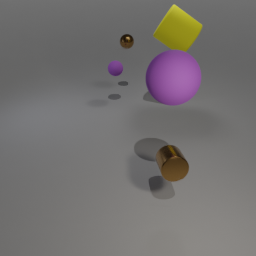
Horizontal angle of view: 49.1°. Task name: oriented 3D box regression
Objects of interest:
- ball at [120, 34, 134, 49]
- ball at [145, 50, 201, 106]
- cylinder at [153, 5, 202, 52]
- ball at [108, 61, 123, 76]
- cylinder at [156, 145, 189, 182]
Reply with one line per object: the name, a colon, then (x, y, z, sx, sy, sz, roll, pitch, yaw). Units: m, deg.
ball: (-0.056, -4.229, 13.696, 0.700, 0.700, 0.700, 0, 29, 0)
ball: (1.148, -1.274, 7.150, 1.400, 1.400, 1.400, 0, 29, 0)
cylinder: (1.944, -3.834, 11.039, 1.400, 1.400, 1.400, 33, 30, -8)
ball: (-0.572, -2.721, 12.801, 0.700, 0.700, 0.700, 0, 29, 0)
cylinder: (1.105, 0.883, 7.075, 0.700, 0.700, 0.700, -3, 22, -5)
